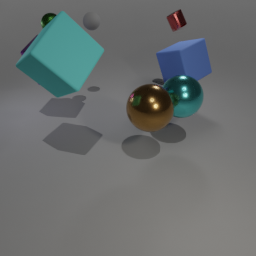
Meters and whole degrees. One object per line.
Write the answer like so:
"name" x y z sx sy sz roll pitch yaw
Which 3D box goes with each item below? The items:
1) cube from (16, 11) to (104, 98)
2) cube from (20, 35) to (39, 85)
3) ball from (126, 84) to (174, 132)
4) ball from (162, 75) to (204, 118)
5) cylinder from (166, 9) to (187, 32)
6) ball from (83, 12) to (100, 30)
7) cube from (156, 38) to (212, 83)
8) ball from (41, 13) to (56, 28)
"cube" -1.759 -1.811 7.241 1.400 1.400 1.400 -3 54 55
"cube" -2.746 -2.600 10.280 1.400 1.400 1.400 -4 41 19
"ball" 0.645 -0.582 8.166 1.400 1.400 1.400 0 30 0
"ball" 1.738 -1.026 9.108 1.400 1.400 1.400 0 30 0
"cylinder" 2.141 -4.731 12.324 0.700 0.700 0.700 -27 20 10
"ball" -1.467 -4.296 11.265 0.700 0.700 0.700 0 30 0
"cube" 2.219 -2.589 11.112 1.400 1.400 1.400 -31 24 -26
"ball" -2.672 -3.641 9.762 0.700 0.700 0.700 0 30 0
